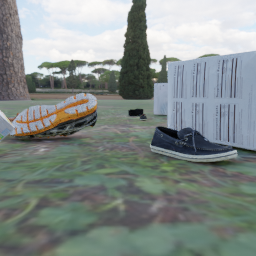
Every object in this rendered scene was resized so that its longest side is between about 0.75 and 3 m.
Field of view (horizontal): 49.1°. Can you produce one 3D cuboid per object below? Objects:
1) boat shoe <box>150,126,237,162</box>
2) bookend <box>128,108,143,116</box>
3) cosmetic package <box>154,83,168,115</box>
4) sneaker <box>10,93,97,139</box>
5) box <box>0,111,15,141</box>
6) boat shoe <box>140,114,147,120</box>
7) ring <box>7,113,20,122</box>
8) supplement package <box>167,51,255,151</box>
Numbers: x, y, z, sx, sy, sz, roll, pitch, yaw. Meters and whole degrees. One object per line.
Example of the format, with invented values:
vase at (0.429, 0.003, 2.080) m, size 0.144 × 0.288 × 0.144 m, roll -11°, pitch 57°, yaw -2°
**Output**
boat shoe at (1.118, 0.272, 5.117) m, size 0.650 × 0.543 × 1.743 m, roll -4°, pitch 9°, yaw -43°
bookend at (0.308, -0.839, 14.805) m, size 0.767 × 0.355 × 0.772 m, roll -3°, pitch 7°, yaw -23°
cosmetic package at (2.335, -1.531, 14.905) m, size 1.687 × 1.682 × 1.037 m, roll 4°, pitch 7°, yaw 31°
sneaker at (-1.864, -0.117, 7.299) m, size 2.338 × 0.903 × 0.915 m, roll -15°, pitch 50°, yaw -4°
box at (-2.873, -0.240, 5.298) m, size 0.634 × 0.704 × 1.251 m, roll 39°, pitch -14°, yaw 33°
boat shoe at (0.669, -0.494, 12.456) m, size 0.307 × 0.263 × 0.840 m, roll 0°, pitch 8°, yaw -4°
ring at (-3.413, -0.302, 8.928) m, size 2.818 × 0.270 × 2.818 m, roll 6°, pitch -1°, yaw 0°
supplement package at (2.805, -0.711, 7.013) m, size 2.590 × 1.992 × 2.709 m, roll -4°, pitch 8°, yaw -31°
